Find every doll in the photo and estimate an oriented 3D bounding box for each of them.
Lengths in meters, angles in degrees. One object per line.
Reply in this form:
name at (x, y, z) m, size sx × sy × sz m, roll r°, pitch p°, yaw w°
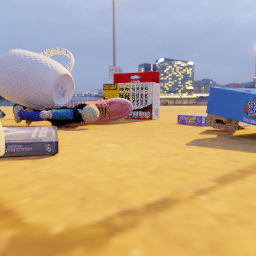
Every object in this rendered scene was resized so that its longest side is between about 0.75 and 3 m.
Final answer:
doll at (-2.091, -0.359, 8.341) m, size 2.589 × 0.627 × 1.766 m, roll 1°, pitch -5°, yaw 17°

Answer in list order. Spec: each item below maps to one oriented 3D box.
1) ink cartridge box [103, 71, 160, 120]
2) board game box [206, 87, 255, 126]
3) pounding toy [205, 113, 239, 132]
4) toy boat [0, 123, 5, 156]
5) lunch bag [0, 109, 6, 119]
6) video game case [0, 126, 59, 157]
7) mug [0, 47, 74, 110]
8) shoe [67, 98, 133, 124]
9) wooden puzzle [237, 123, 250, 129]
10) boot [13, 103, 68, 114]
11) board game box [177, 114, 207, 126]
ink cartridge box at (0.145, -1.436, 12.241) m, size 2.367 × 2.078 × 0.992 m, roll 2°, pitch 6°, yaw 25°
board game box at (3.443, -0.321, 5.629) m, size 2.204 × 0.652 × 2.898 m, roll -4°, pitch 17°, yaw -34°
pounding toy at (2.556, -0.164, 7.126) m, size 1.077 × 0.561 × 1.226 m, roll 14°, pitch 17°, yaw 25°
toy boat at (-2.317, 0.124, 1.561) m, size 2.260 × 1.249 × 2.689 m, roll 8°, pitch 1°, yaw 29°
lunch bag at (-5.910, -0.637, 12.428) m, size 0.660 × 0.473 × 0.775 m, roll 5°, pitch 2°, yaw 36°
video game case at (-2.692, 0.198, 4.579) m, size 2.994 × 0.284 × 2.139 m, roll 0°, pitch 5°, yaw -15°
mug at (-2.768, -1.738, 9.270) m, size 2.121 × 2.419 × 1.786 m, roll 19°, pitch -25°, yaw 24°
shoe at (-1.012, -0.543, 9.690) m, size 2.440 × 0.872 × 1.110 m, roll -6°, pitch 7°, yaw -4°
wooden puzzle at (3.022, -0.073, 8.076) m, size 0.762 × 0.176 × 0.706 m, roll 11°, pitch 12°, yaw 41°
boot at (-3.806, -0.830, 12.599) m, size 1.737 × 0.790 × 2.068 m, roll -1°, pitch -2°, yaw 31°
board game box at (2.487, -0.292, 9.538) m, size 0.950 × 0.316 × 1.413 m, roll -3°, pitch 6°, yaw -28°
